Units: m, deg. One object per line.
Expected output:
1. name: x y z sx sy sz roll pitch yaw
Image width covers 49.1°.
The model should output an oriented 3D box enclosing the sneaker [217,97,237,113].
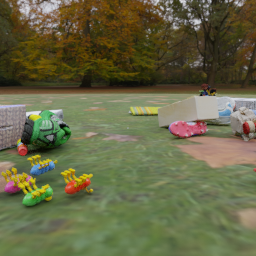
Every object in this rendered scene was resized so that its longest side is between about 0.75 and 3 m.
1. sneaker: 3.498 -0.684 12.221 2.555 0.985 1.046 2 -22 42

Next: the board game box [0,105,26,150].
1. board game box: -3.710 -0.022 6.596 1.992 0.965 1.588 2 9 19

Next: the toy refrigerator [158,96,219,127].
1. toy refrigerator: 1.858 -0.520 9.076 0.815 0.752 2.148 -4 -3 -24

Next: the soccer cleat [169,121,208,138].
1. soccer cleat: 1.684 0.043 8.118 1.465 0.489 0.560 -6 -6 -34

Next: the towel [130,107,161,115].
1. towel: 1.474 -0.817 14.194 2.676 0.242 1.152 0 20 -6

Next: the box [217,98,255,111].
1. box: 4.931 -0.974 13.237 1.657 0.854 2.840 -8 11 -42

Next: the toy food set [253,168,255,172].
1. toy food set: 2.485 0.721 3.940 1.265 0.308 1.252 -9 12 -42

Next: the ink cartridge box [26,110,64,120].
1. ink cartridge box: -3.690 -0.373 11.062 1.884 0.472 1.528 -6 9 6

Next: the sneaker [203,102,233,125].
1. sneaker: 2.644 -0.603 10.675 2.569 0.931 0.923 2 10 19

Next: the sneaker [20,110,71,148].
1. sneaker: -1.853 0.125 6.819 0.939 0.860 2.204 19 6 -7

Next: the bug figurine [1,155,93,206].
1. bug figurine: -1.135 0.730 3.871 1.255 0.323 0.973 13 21 41

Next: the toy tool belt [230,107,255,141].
1. toy tool belt: 3.489 -0.156 7.796 0.906 0.921 1.474 -8 9 4

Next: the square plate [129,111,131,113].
1. square plate: 0.821 -0.967 15.425 1.377 0.198 1.390 2 9 10

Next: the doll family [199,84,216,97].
1. doll family: 4.524 -1.696 15.688 1.051 1.548 2.678 2 9 11

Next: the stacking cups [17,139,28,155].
1. stacking cups: -2.329 0.410 6.185 0.242 0.242 0.799 -3 9 -21
